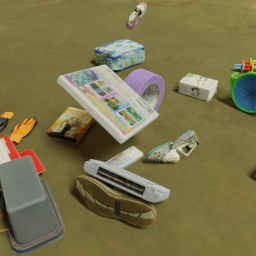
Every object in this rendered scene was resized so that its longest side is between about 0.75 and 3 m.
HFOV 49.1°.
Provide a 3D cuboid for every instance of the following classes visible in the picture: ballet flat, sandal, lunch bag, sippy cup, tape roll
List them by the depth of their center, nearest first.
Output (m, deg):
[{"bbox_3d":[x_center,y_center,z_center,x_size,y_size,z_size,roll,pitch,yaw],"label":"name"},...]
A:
[{"bbox_3d":[-0.374,2.098,8.357,2.671,1.073,0.721,16,25,17],"label":"sandal"},{"bbox_3d":[1.759,0.799,10.196,2.294,0.825,0.825,-25,44,-27],"label":"ballet flat"},{"bbox_3d":[0.360,-4.805,11.824,0.479,0.493,1.385,32,83,13],"label":"ballet flat"},{"bbox_3d":[0.596,-1.382,11.888,0.884,2.080,2.080,30,47,32],"label":"tape roll"},{"bbox_3d":[5.954,-1.756,12.785,1.740,1.864,2.374,-22,85,-41],"label":"sippy cup"},{"bbox_3d":[-0.514,-4.391,16.602,2.677,1.104,2.152,-27,42,-32],"label":"lunch bag"}]

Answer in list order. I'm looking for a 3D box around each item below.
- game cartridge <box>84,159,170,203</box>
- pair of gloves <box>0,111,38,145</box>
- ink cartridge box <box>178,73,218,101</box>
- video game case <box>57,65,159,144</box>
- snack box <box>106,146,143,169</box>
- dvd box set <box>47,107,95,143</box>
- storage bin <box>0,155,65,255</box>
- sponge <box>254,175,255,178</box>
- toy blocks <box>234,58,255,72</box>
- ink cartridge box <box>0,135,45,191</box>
[{"bbox_3d":[0.017,1.616,8.563,2.452,0.496,1.635,20,-1,21],"label":"game cartridge"},{"bbox_3d":[-4.948,-0.088,11.718,2.074,0.256,1.848,10,39,14],"label":"pair of gloves"},{"bbox_3d":[3.476,-2.051,13.895,1.581,0.664,1.145,22,43,26],"label":"ink cartridge box"},{"bbox_3d":[-0.538,-0.950,9.347,2.819,0.334,2.566,44,34,8],"label":"video game case"},{"bbox_3d":[-0.208,1.179,10.126,1.566,0.190,0.563,-28,46,-31],"label":"snack box"},{"bbox_3d":[-2.313,-0.165,11.783,1.385,0.278,1.893,13,40,15],"label":"dvd box set"},{"bbox_3d":[-2.991,2.024,7.913,1.727,1.594,2.373,-18,40,-22],"label":"storage bin"},{"bbox_3d":[5.857,1.273,9.805,1.624,0.434,2.911,30,47,33],"label":"sponge"},{"bbox_3d":[6.806,-3.621,16.028,1.483,0.539,1.236,7,39,9],"label":"toy blocks"},{"bbox_3d":[-4.485,1.270,9.205,2.960,0.995,1.720,-23,36,-26],"label":"ink cartridge box"}]
